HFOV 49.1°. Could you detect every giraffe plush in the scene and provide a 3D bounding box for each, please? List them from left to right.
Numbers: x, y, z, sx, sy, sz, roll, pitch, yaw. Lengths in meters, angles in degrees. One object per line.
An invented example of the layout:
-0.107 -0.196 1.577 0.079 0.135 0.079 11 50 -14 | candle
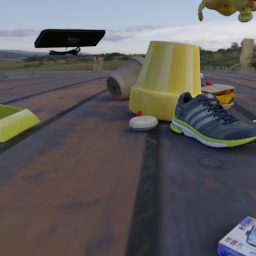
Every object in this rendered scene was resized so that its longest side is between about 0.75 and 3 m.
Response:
2.182 -2.691 5.458 1.575 1.359 1.277 -28 40 -22 | giraffe plush

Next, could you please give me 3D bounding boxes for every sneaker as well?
2.127 -0.266 7.203 1.079 1.182 2.921 -9 17 -31 | sneaker

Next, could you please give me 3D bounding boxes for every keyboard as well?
-1.367 -1.987 6.488 1.652 0.170 1.050 -15 -12 -40 | keyboard

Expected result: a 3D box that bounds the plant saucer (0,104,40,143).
-3.831 -0.278 7.891 1.956 0.469 1.959 9 20 10 | plant saucer

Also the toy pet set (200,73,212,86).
3.258 -2.161 13.558 2.076 1.181 2.223 -14 -14 29 | toy pet set

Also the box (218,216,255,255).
1.390 1.297 3.106 0.852 0.177 0.507 -11 18 -44 | box

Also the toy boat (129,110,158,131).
0.446 -0.162 8.471 0.862 0.476 1.025 -6 22 -5 | toy boat

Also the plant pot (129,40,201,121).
1.450 -1.707 9.845 2.615 2.460 2.615 6 14 -1 | plant pot

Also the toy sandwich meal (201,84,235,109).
3.479 -1.389 12.253 2.591 0.887 2.591 0 14 0 | toy sandwich meal

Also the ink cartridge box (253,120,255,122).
4.514 0.166 6.730 1.754 0.578 2.410 -14 20 -43 | ink cartridge box

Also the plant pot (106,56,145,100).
0.022 -2.338 14.304 1.899 2.189 2.189 -29 27 -28 | plant pot
